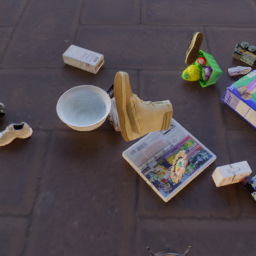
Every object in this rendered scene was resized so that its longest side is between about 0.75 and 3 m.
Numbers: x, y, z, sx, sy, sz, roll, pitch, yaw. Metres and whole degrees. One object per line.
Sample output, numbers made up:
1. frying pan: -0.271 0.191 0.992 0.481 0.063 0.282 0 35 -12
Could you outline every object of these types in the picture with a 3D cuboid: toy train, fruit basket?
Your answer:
1. toy train: 6.034 -3.655 14.050 1.573 0.670 0.897 36 75 19
2. fruit basket: 3.368 -2.739 13.175 1.666 1.202 1.666 11 50 -13

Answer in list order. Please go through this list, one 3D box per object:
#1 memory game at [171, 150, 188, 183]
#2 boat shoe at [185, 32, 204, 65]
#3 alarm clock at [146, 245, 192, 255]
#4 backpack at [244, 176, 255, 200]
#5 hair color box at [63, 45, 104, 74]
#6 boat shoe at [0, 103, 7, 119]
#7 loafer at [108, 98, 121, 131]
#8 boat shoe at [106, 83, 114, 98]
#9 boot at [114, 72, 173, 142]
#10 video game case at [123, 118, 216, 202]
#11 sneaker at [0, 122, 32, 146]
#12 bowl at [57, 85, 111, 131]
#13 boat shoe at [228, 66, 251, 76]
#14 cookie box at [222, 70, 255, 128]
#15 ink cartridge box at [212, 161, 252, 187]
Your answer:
1. memory game: 1.516 1.157 8.367 0.065 1.023 1.023 17 55 -12
2. boat shoe: 2.695 -3.289 11.592 0.482 1.349 0.443 7 25 -23
3. alarm clock: 1.247 4.688 8.132 1.607 0.793 2.382 -1 74 3
4. backpack: 4.827 2.191 10.051 0.859 0.633 0.941 -21 60 -14
5. hair color box: -2.206 -3.431 13.908 1.813 0.550 0.898 21 58 15
6. boat shoe: -6.138 -0.442 11.787 1.960 0.699 0.590 -27 56 -20
7. loafer: -0.618 -0.538 11.981 0.574 0.656 1.824 -17 49 9
8. boat shoe: -0.854 -1.656 12.857 0.344 0.293 1.028 23 59 15
9. boot: 0.590 -0.919 10.300 1.981 2.549 0.928 -13 15 -15
10. video game case: 1.607 1.113 10.977 2.742 0.315 2.499 -34 62 -22
11. sneaker: -4.809 0.157 11.345 1.658 0.763 0.628 -21 58 -13
12. bowl: -1.783 -0.673 11.767 2.211 0.994 2.211 0 56 0
13. boat shoe: 5.423 -2.833 13.627 1.085 0.390 0.356 -12 61 2
14. cookie box: 5.709 -1.205 12.185 2.004 0.880 2.343 -32 62 -21
15. ink cartridge box: 3.780 1.694 10.258 1.138 0.834 0.471 -11 57 -7
